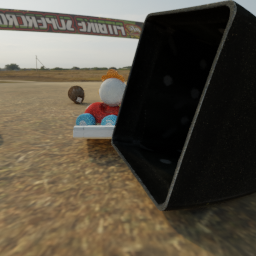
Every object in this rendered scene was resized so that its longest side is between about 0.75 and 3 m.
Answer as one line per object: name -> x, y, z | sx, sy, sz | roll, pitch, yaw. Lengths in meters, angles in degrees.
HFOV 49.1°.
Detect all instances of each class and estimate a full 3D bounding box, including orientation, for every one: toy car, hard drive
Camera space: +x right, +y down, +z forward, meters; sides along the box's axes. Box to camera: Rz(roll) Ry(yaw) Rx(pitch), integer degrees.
toy car -> -0.688, -0.999, 9.861 | 1.859, 2.102, 1.937 | 5, 12, 22
hard drive -> 0.021, 0.125, 7.887 | 2.737, 0.365, 1.806 | 1, -1, 2

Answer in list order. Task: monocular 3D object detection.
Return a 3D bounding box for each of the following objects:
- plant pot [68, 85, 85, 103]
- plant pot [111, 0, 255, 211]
plant pot -> -3.158, -1.981, 17.584 | 1.076, 1.076, 1.151 | -4, 27, -19
plant pot -> 1.557, -0.354, 5.209 | 2.546, 2.864, 2.871 | 11, 14, -21
